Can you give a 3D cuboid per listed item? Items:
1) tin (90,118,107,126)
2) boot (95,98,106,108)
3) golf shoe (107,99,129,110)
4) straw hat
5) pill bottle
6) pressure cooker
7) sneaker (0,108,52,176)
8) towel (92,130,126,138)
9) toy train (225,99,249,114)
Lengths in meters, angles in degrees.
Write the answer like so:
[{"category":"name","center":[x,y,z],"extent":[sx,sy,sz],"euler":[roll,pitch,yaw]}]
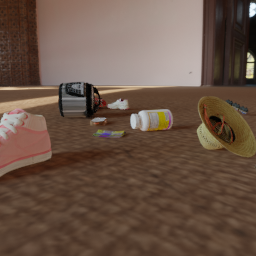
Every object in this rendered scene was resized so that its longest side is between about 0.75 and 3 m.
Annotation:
[{"category":"tin","center":[-1.118,-0.248,10.753],"extent":[0.566,0.212,1.011],"euler":[5,11,5]},{"category":"boot","center":[-1.959,-1.332,14.812],"extent":[1.636,0.821,2.268],"euler":[0,7,-6]},{"category":"golf shoe","center":[-0.524,-1.289,15.055],"extent":[1.299,0.595,0.489],"euler":[4,12,26]},{"category":"straw hat","center":[2.204,0.123,7.003],"extent":[1.919,1.919,0.812],"euler":[-11,-27,-44]},{"category":"pill bottle","center":[0.790,-0.261,9.460],"extent":[1.333,0.695,0.695],"euler":[-4,12,-20]},{"category":"pressure cooker","center":[-2.098,-1.250,12.320],"extent":[1.760,1.548,1.572],"euler":[0,10,-5]},{"category":"sneaker","center":[-2.534,0.258,5.508],"extent":[0.879,1.220,2.335],"euler":[10,16,33]},{"category":"towel","center":[-0.573,0.170,8.794],"extent":[0.955,0.109,0.686],"euler":[3,12,12]},{"category":"toy train","center":[5.106,-0.976,13.143],"extent":[0.244,0.327,1.430],"euler":[-28,32,-11]}]
